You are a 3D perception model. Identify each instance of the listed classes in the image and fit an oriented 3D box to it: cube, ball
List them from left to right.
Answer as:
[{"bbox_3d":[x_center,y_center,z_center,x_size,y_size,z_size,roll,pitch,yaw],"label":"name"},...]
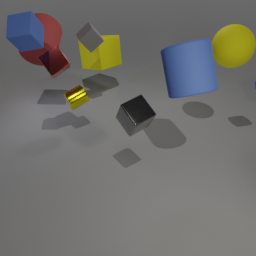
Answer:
[{"bbox_3d":[-2.738,-2.571,7.509,0.700,0.700,0.700,-7,74,9],"label":"cube"},{"bbox_3d":[-2.347,-2.105,9.014,0.700,0.700,0.700,-37,9,-7],"label":"cube"},{"bbox_3d":[-1.478,-3.528,10.906,0.700,0.700,0.700,-39,43,12],"label":"cube"},{"bbox_3d":[-1.310,-3.603,13.314,1.400,1.400,1.400,14,30,39],"label":"cube"},{"bbox_3d":[0.198,-0.326,7.442,0.700,0.700,0.700,-29,75,-25],"label":"cube"},{"bbox_3d":[3.509,-2.730,9.382,1.400,1.400,1.400,0,33,0],"label":"ball"}]

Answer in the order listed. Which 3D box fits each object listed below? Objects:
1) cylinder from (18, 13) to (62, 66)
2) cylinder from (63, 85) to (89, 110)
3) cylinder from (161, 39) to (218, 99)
[{"bbox_3d":[-3.310,-3.344,10.632,1.400,1.400,1.400,2,58,2],"label":"cylinder"},{"bbox_3d":[-1.899,-1.124,10.305,0.700,0.700,0.700,-32,42,-14],"label":"cylinder"},{"bbox_3d":[1.731,-1.655,7.936,1.400,1.400,1.400,-11,8,2],"label":"cylinder"}]
